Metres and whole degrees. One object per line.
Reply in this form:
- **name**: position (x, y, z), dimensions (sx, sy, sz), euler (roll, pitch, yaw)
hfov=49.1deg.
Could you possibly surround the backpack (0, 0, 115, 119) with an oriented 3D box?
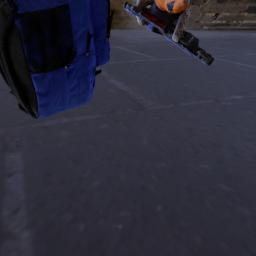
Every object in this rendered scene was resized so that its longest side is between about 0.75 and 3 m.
- **backpack**: position (-1.237, -1.338, 4.617), dimensions (1.866, 2.224, 1.807), euler (-18, 45, -25)

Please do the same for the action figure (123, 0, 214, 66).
- **action figure**: position (0.957, -2.140, 5.027), dimensions (2.077, 1.086, 2.009), euler (37, 0, 3)
